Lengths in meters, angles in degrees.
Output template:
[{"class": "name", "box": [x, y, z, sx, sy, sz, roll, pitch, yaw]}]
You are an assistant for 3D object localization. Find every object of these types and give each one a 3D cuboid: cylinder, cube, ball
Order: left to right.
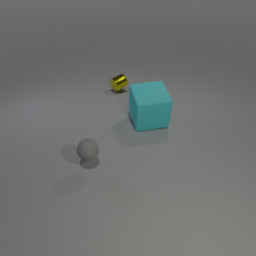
[{"class": "ball", "box": [-1.262, 0.684, 8.855, 0.700, 0.700, 0.700, 0, 30, 0]}, {"class": "cylinder", "box": [-0.468, -2.373, 14.594, 0.700, 0.700, 0.700, -33, 41, -20]}, {"class": "cube", "box": [0.869, -0.898, 11.433, 1.400, 1.400, 1.400, -8, 45, -10]}]
